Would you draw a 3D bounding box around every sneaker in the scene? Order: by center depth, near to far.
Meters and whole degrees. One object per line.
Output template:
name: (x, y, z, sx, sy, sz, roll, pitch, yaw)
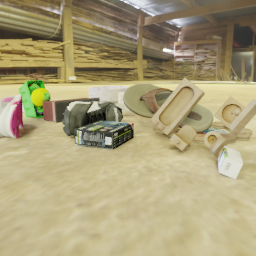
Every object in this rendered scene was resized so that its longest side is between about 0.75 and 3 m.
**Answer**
sneaker: (-3.777, -0.410, 8.269, 1.188, 1.095, 2.692, -1, 11, -15)
sneaker: (-0.884, -0.353, 8.341, 1.294, 0.950, 2.860, 0, 9, 15)

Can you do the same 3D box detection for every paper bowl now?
paper bowl: (-0.948, -1.564, 14.177, 2.040, 1.061, 2.040, 0, 11, 0)

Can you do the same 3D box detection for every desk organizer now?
desk organizer: (-2.145, -0.746, 10.866, 0.828, 0.771, 2.151, 7, 13, 42)

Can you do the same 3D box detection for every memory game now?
memory game: (2.154, 0.045, 8.307, 2.890, 0.184, 2.890, 0, 11, 0)

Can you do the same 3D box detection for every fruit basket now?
fruit basket: (-3.461, -1.183, 11.036, 1.603, 1.603, 1.156, 5, 12, 23)

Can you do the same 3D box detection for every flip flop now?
flip flop: (1.063, -0.671, 7.788, 2.675, 1.085, 0.770, 26, -18, 25)

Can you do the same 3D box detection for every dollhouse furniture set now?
dollhouse furniture set: (1.380, -0.283, 5.672, 1.648, 1.568, 1.343, 43, 12, 21)

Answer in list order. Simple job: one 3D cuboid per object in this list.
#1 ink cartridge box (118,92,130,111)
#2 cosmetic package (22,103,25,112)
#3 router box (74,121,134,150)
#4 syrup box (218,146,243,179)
ink cartridge box: (0.135, -1.055, 11.165, 1.065, 0.452, 0.776, -3, 41, 2)
cosmetic package: (-4.897, -0.968, 12.884, 0.956, 0.405, 0.514, 4, 10, 29)
router box: (-0.562, 0.145, 7.161, 1.032, 0.428, 1.377, 5, 12, 22)
syrup box: (1.816, 0.593, 5.006, 0.317, 0.306, 0.778, 21, 16, 11)
